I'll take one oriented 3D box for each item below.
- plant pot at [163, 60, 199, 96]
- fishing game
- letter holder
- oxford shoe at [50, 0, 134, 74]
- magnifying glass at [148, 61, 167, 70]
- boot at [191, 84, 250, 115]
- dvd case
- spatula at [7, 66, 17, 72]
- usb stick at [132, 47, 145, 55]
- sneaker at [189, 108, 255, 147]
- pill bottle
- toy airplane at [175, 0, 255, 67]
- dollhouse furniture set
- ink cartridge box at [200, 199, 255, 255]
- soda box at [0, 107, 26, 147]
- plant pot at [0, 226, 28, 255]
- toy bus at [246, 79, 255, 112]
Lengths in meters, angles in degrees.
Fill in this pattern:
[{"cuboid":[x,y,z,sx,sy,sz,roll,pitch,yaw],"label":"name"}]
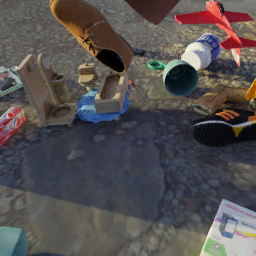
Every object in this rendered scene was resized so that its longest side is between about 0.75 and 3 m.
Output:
[{"cuboid":[2.029,-2.120,11.253,1.351,1.351,1.084,-3,32,-3],"label":"plant pot"},{"cuboid":[-0.875,-0.831,10.357,2.989,0.465,2.140,-21,42,-11],"label":"fishing game"},{"cuboid":[0.740,-5.246,10.853,2.123,1.509,1.068,26,31,-37],"label":"letter holder"},{"cuboid":[-0.940,-2.469,7.482,2.677,0.955,0.954,34,41,-21],"label":"oxford shoe"},{"cuboid":[1.651,-2.817,12.914,1.576,0.176,0.627,20,44,21],"label":"magnifying glass"},{"cuboid":[3.512,-0.973,10.425,1.609,0.607,1.837,19,41,40],"label":"boot"},{"cuboid":[-5.493,-1.954,11.796,2.039,0.224,1.489,32,52,33],"label":"dvd case"},{"cuboid":[-5.212,-2.388,12.459,0.838,0.097,1.205,-20,44,-23],"label":"spatula"},{"cuboid":[0.148,-3.952,14.205,1.452,0.237,0.403,18,43,20],"label":"usb stick"},{"cuboid":[3.146,-0.135,9.208,2.699,0.944,1.214,-3,35,-11],"label":"sneaker"},{"cuboid":[3.337,-3.400,12.775,1.250,1.250,2.088,25,47,27],"label":"pill bottle"},{"cuboid":[2.982,-3.235,8.795,2.907,0.535,2.907,5,62,-10],"label":"toy airplane"},{"cuboid":[-1.661,-1.797,9.631,2.734,2.228,2.600,-4,40,13],"label":"dollhouse furniture set"},{"cuboid":[2.363,2.497,6.205,1.100,0.662,1.513,21,43,24],"label":"ink cartridge box"},{"cuboid":[-4.061,-0.071,9.358,0.481,0.532,1.518,10,41,12],"label":"soda box"},{"cuboid":[-2.627,2.737,5.852,0.829,0.829,1.173,5,34,6],"label":"plant pot"},{"cuboid":[5.729,-0.764,9.360,2.476,1.750,2.579,11,31,-33],"label":"toy bus"}]
